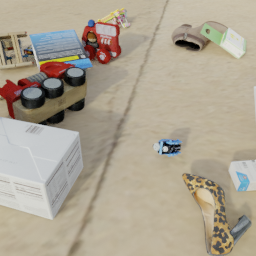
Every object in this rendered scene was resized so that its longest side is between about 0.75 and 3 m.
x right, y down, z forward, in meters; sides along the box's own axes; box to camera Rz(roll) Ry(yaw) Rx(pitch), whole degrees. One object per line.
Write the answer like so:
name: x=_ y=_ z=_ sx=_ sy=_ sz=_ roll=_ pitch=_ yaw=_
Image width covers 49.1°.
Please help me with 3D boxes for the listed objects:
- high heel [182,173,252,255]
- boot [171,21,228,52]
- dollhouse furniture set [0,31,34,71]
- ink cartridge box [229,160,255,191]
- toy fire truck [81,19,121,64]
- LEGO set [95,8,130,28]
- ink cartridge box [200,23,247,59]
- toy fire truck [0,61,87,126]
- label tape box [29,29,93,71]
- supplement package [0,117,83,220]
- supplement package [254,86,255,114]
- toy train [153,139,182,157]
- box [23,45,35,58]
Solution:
high heel: x=1.439 y=1.597 z=5.441 sx=1.188 sy=0.595 sz=1.666 roll=-23 pitch=51 yaw=-37
boot: x=3.354 y=-4.154 z=12.981 sx=2.661 sy=0.935 sz=1.946 roll=8 pitch=44 yaw=12
dollhouse furniture set: x=-4.627 y=-3.050 z=11.421 sx=1.286 sy=1.294 sz=1.835 roll=-12 pitch=9 yaw=-16
ink cartridge box: x=2.910 y=1.055 z=6.306 sx=1.061 sy=0.354 sz=0.615 roll=-4 pitch=42 yaw=-1
toy fire truck: x=-1.134 y=-3.647 z=11.611 sx=1.862 sy=1.564 sz=1.044 roll=21 pitch=42 yaw=25
LEGO set: x=-0.784 y=-5.608 z=15.054 sx=2.643 sy=0.984 sz=1.216 roll=-40 pitch=17 yaw=-34
ink cartridge box: x=4.241 y=-4.003 z=12.318 sx=2.011 sy=0.482 sz=1.464 roll=35 pitch=42 yaw=-3
toy fire truck: x=-2.893 y=-1.171 z=8.589 sx=2.657 sy=1.710 sz=2.339 roll=33 pitch=48 yaw=22
label tape box: x=-2.603 y=-2.710 z=10.875 sx=1.845 sy=0.810 sz=2.559 roll=-14 pitch=55 yaw=-19
supplement package: x=-2.240 y=0.791 z=6.087 sx=2.034 sy=1.128 sz=1.584 roll=11 pitch=39 yaw=12
supplement package: x=4.450 y=-0.173 z=6.252 sx=2.428 sy=1.829 sz=1.843 roll=-19 pitch=37 yaw=7
toy train: x=0.958 y=0.462 z=6.776 sx=0.531 sy=0.403 sz=0.930 roll=7 pitch=5 yaw=30
box: x=-3.584 y=-3.407 z=12.332 sx=1.603 sy=0.320 sz=1.098 roll=11 pitch=38 yaw=14
